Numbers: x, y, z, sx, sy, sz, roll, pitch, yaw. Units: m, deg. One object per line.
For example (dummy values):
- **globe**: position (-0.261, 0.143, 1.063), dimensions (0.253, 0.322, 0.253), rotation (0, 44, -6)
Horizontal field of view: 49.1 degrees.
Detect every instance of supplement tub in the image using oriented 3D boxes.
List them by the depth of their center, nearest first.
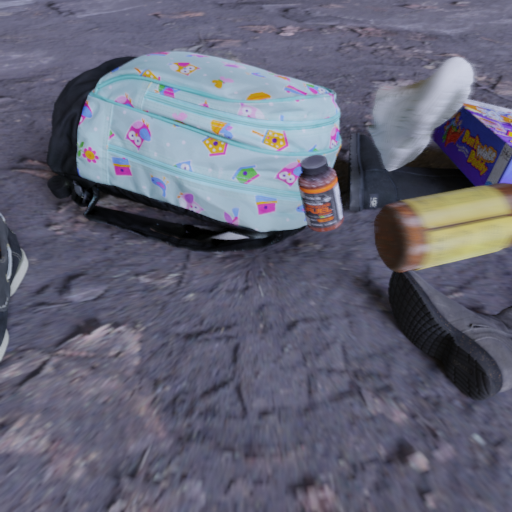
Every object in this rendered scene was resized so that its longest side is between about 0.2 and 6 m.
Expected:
- **supplement tub**: position (0.605, -0.600, 5.341), dimensions (0.376, 0.703, 0.376), rotation (-12, 36, 9)

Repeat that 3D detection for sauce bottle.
- **sauce bottle**: position (2.198, -0.334, 5.442), dimensions (2.109, 0.696, 0.696), rotation (-9, 35, -18)

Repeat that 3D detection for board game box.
- **board game box**: position (5.305, -1.526, 9.540), dimensions (3.853, 0.863, 2.591), rotation (9, 32, -12)

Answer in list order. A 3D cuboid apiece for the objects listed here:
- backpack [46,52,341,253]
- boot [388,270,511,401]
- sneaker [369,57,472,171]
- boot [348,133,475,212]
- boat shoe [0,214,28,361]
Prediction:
- **backpack**: position (-0.791, -1.856, 9.201), dimensions (4.262, 2.698, 3.557), rotation (19, 35, 18)
- **boot**: position (2.722, 0.856, 7.080), dimensions (1.375, 0.729, 2.089), rotation (-12, 46, -23)
- **sneaker**: position (2.128, -2.097, 7.863), dimensions (0.819, 2.102, 1.045), rotation (-30, 77, -27)
- **boot**: position (3.051, -1.490, 10.247), dimensions (2.686, 0.882, 2.214), rotation (1, 42, 7)
- **boat shoe**: position (-3.769, 0.489, 7.179), dimensions (1.168, 1.100, 3.252), rotation (-4, 35, -8)
